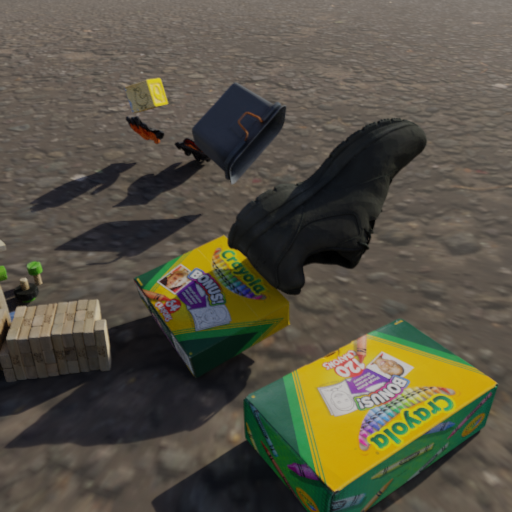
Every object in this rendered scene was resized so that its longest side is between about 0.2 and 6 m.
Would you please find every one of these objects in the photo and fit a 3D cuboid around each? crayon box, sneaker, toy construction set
[{"bbox_3d":[1.164,1.599,5.727,2.257,0.658,1.341,-20,37,-29],"label":"crayon box"},{"bbox_3d":[1.107,-0.589,7.050,2.930,1.113,1.330,-36,75,-10],"label":"sneaker"},{"bbox_3d":[-3.866,0.251,7.298,1.728,1.328,1.441,-6,32,-9],"label":"toy construction set"},{"bbox_3d":[-0.575,0.566,7.109,1.379,0.466,1.598,-28,47,-20],"label":"crayon box"}]

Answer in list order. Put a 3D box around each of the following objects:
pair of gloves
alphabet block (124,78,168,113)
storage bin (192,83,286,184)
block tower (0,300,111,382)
[{"bbox_3d":[-1.767,-2.412,11.603,1.847,0.228,1.645,21,0,0],"label":"pair of gloves"},{"bbox_3d":[-1.240,-1.812,6.336,0.316,0.309,0.311,-9,18,26],"label":"alphabet block"},{"bbox_3d":[-0.368,-2.292,10.024,1.064,1.153,1.584,37,79,8],"label":"storage bin"},{"bbox_3d":[-2.969,1.050,6.640,2.406,0.650,0.695,-4,33,-8],"label":"block tower"}]
